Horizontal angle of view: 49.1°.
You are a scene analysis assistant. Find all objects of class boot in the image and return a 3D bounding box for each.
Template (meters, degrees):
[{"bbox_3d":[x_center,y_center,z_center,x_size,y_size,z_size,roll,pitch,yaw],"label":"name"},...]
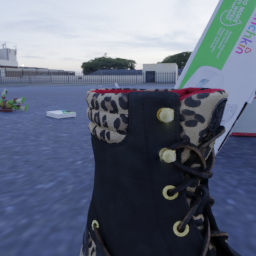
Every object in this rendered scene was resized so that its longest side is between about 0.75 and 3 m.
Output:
[{"bbox_3d":[0.406,0.532,1.609,0.730,1.502,1.995,-10,14,-43],"label":"boot"}]

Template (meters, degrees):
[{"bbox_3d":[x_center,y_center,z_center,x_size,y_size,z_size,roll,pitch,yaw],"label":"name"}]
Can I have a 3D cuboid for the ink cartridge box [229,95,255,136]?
[{"bbox_3d":[3.766,-0.527,8.547,1.921,1.104,2.646,1,10,6],"label":"ink cartridge box"}]

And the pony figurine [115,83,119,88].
[{"bbox_3d":[-0.099,-1.280,13.165,1.595,1.328,1.540,-4,-22,-2],"label":"pony figurine"}]

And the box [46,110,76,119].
[{"bbox_3d":[-2.703,-0.558,11.304,0.789,0.199,1.093,-9,15,-39],"label":"box"}]

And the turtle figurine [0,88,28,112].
[{"bbox_3d":[-5.327,-1.278,12.977,1.409,1.045,1.453,6,15,10],"label":"turtle figurine"}]

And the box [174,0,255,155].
[{"bbox_3d":[1.952,-1.099,6.067,1.366,2.825,2.493,29,14,9],"label":"box"}]
